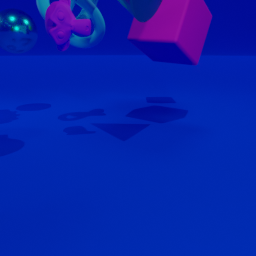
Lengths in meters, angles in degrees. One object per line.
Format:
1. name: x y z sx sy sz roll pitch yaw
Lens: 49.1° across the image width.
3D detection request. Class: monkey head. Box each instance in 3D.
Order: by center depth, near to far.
1. monkey head: -1.078 -1.872 5.022 0.801 1.113 0.671 1 29 -11

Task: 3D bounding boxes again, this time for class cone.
1. cone: -0.231 -2.645 4.579 1.453 1.447 1.447 23 23 20

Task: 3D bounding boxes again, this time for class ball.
1. ball: -3.106 -2.663 7.731 1.181 1.181 1.181 0 16 0

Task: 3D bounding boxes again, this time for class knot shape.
1. knot shape: -1.103 -2.762 6.355 0.777 1.573 1.681 36 2 42

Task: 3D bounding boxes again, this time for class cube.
1. cube: 1.033 -2.434 6.767 1.336 1.336 1.336 16 -3 35
